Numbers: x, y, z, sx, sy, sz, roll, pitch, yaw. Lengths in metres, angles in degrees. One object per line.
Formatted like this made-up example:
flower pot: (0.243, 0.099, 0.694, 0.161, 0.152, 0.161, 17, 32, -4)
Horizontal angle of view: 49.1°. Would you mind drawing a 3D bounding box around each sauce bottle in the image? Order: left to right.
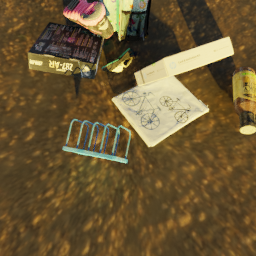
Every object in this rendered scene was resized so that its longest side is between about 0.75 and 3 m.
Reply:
sauce bottle: (3.564, -0.847, 8.457, 0.713, 0.713, 2.204, 6, 59, 4)

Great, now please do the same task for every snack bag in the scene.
snack bag: (0.971, -0.725, 8.619, 2.253, 0.241, 2.124, -31, 62, -16)

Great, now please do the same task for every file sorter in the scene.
file sorter: (-0.733, 0.320, 7.071, 1.382, 0.959, 0.848, 8, 81, 22)

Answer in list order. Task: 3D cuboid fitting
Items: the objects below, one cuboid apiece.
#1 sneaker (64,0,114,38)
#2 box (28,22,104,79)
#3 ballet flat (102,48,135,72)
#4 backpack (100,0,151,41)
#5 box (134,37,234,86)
sneaker: (-1.218, -3.499, 8.972, 0.937, 1.131, 2.371, -47, 46, 5)
box: (-1.852, -2.552, 8.977, 1.966, 0.534, 2.455, 8, 40, -5)
ballet flat: (-0.258, -2.165, 9.338, 1.336, 0.454, 0.457, -40, 105, -20)
backpack: (-0.035, -4.503, 9.507, 1.869, 2.483, 2.204, 1, 52, -11)
box: (1.393, -1.759, 7.792, 1.873, 2.402, 0.495, -21, 99, -12)
